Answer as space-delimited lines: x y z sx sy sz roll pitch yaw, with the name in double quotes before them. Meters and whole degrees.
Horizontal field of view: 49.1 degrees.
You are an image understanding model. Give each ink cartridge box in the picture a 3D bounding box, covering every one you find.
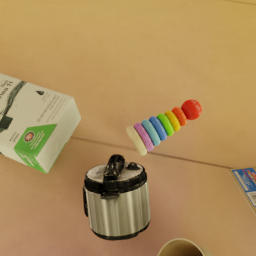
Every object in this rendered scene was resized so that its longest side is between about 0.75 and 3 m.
"ink cartridge box" -3.105 -0.226 8.009 2.795 1.161 2.049 18 63 14

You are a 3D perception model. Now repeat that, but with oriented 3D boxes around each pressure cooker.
"pressure cooker" -0.252 1.528 6.729 1.586 1.561 1.775 -13 105 -34

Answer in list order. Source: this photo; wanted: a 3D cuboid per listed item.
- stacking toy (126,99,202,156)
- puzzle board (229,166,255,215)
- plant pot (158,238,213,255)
"stacking toy" 1.082 -0.132 7.928 2.187 0.934 0.934 -30 67 -3
"puzzle board" 4.123 2.051 6.878 2.210 0.255 2.933 -5 42 -12
"plant pot" 1.479 3.098 5.979 1.259 1.345 1.259 -24 53 35
